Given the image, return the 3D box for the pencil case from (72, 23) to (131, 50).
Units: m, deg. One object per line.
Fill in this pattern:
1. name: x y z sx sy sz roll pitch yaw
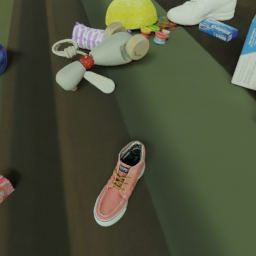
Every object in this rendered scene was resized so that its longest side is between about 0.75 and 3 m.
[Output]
1. pencil case: -0.908 -3.069 9.685 2.036 0.870 0.855 12 18 12

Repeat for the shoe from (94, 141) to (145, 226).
1. shoe: -0.156 1.080 5.795 0.639 0.814 1.790 21 50 19

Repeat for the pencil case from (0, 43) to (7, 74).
1. pencil case: -5.372 -2.474 8.878 2.948 1.280 1.150 15 33 13

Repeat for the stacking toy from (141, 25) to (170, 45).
1. stacking toy: 1.014 -3.452 10.502 1.037 0.438 0.939 26 38 13

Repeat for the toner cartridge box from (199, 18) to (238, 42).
1. toner cartridge box: 3.467 -3.800 10.810 0.638 0.290 1.342 -33 54 -27

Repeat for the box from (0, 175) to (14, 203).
1. box: -2.852 1.386 5.789 0.417 0.399 0.836 25 51 22

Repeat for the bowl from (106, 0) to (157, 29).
1. bowl: 0.096 -4.705 10.870 2.075 1.116 2.075 -4 38 3

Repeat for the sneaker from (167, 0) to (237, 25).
1. sneaker: 2.981 -5.004 11.214 2.994 1.325 1.127 -14 48 -15

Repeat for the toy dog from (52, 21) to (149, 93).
1. toy dog: -0.739 -1.997 8.662 2.911 1.402 1.919 -20 56 -1

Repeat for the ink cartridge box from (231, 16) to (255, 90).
1. ink cartridge box: 4.600 -1.905 7.777 2.718 1.965 1.145 21 43 19

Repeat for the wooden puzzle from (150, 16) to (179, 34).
1. wooden puzzle: 1.334 -4.128 11.237 1.736 0.122 1.029 -19 49 -18
